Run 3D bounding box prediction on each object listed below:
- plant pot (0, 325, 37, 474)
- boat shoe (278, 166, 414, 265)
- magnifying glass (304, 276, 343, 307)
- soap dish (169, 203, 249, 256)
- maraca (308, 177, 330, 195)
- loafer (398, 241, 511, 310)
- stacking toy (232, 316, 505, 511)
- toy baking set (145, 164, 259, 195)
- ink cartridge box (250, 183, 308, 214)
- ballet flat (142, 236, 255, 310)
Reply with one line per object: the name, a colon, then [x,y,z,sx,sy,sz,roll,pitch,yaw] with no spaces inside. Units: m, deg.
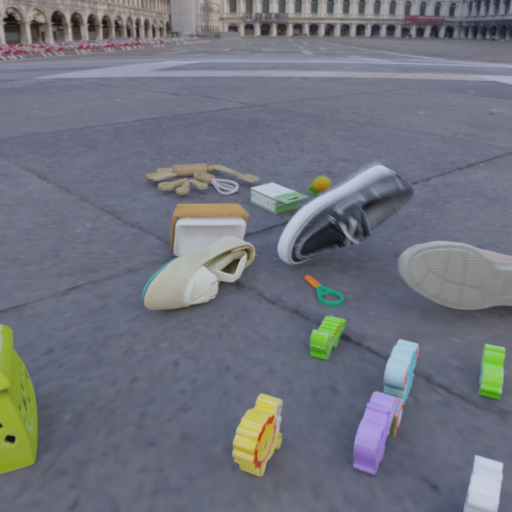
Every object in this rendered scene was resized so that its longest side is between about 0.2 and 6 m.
plant pot: [-3.113,1.504,5.941,1.315,1.193,1.308,-10,27,-18]
boat shoe: [1.631,-0.616,9.937,2.675,0.960,0.907,-32,43,-15]
magnifying glass: [1.089,0.577,9.276,0.401,0.113,1.007,-11,29,-21]
soap dish: [-0.893,-0.492,10.324,1.366,1.074,0.555,-1,53,-13]
maraca: [1.548,-1.716,13.723,0.415,0.605,0.324,37,39,-21]
loafer: [3.352,0.295,8.531,2.685,0.965,0.844,7,10,-10]
stacking toy: [1.491,1.572,6.339,2.411,0.751,3.198,11,26,22]
toy baking set: [-1.428,-1.967,14.617,2.795,0.325,2.145,-7,28,-14]
ink cartridge box: [0.527,-1.295,12.974,0.691,0.395,1.331,-18,30,-33]
ballet flat: [-0.796,0.288,9.115,0.859,0.859,2.472,13,28,26]
